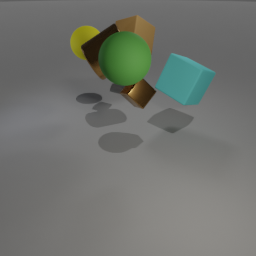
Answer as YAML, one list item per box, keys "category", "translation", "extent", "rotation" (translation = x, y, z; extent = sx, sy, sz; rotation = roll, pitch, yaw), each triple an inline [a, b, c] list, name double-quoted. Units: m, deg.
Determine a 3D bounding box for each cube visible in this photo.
- category: "cube"
  translation: [0.269, -4.280, 13.310]
  extent: [1.400, 1.400, 1.400]
  rotation: [5, -5, 42]
- category: "cube"
  translation: [2.147, -1.796, 10.503]
  extent: [1.400, 1.400, 1.400]
  rotation: [37, 24, 27]
- category: "cube"
  translation: [0.306, -1.101, 8.678]
  extent: [0.700, 0.700, 0.700]
  rotation: [-52, 23, -5]

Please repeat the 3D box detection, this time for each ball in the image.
- category: "ball"
  translation: [-0.082, -1.832, 7.440]
  extent: [1.400, 1.400, 1.400]
  rotation: [0, 28, 0]
- category: "ball"
  translation: [-1.730, -3.593, 11.873]
  extent: [1.400, 1.400, 1.400]
  rotation: [0, 28, 0]

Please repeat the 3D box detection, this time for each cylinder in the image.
- category: "cylinder"
  translation: [-0.663, -2.607, 9.655]
  extent: [1.400, 1.400, 1.400]
  rotation: [-31, 27, 9]
